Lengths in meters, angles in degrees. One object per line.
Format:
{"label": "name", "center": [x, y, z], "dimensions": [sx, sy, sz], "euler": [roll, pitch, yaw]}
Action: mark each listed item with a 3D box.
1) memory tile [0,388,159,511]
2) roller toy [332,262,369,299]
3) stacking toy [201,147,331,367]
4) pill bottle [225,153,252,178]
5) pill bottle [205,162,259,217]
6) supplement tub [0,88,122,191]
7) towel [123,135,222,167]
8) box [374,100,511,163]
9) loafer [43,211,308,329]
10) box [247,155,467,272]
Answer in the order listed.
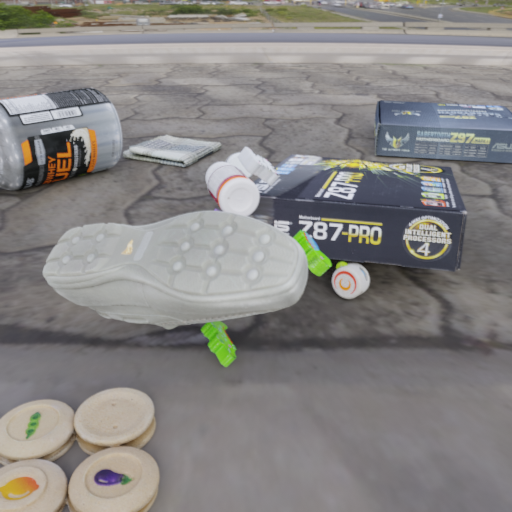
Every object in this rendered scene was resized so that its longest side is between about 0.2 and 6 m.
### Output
{"label": "memory tile", "center": [-2.002, 2.241, 4.479], "dimensions": [2.421, 0.265, 3.159], "euler": [-3, 27, -7]}
{"label": "roller toy", "center": [1.348, 0.355, 7.954], "dimensions": [0.469, 0.514, 0.359], "euler": [22, 25, 31]}
{"label": "stacking toy", "center": [-0.160, -0.053, 7.130], "dimensions": [0.559, 1.795, 2.381], "euler": [24, 27, -43]}
{"label": "pill bottle", "center": [-0.318, -1.703, 10.740], "dimensions": [0.545, 0.545, 0.964], "euler": [-3, 9, -5]}
{"label": "pill bottle", "center": [-0.355, -0.927, 7.629], "dimensions": [0.550, 0.550, 1.004], "euler": [-8, 26, -16]}
{"label": "supplement tub", "center": [-4.666, -2.518, 12.129], "dimensions": [3.089, 1.893, 1.893], "euler": [-22, 34, -37]}
{"label": "towel", "center": [-2.144, -2.762, 14.349], "dimensions": [1.975, 0.341, 1.901], "euler": [11, 29, 23]}
{"label": "box", "center": [4.979, -3.354, 14.855], "dimensions": [3.613, 0.922, 2.849], "euler": [5, 28, 10]}
{"label": "loafer", "center": [-0.882, 0.230, 6.204], "dimensions": [3.312, 1.156, 1.158], "euler": [3, 56, 32]}
{"label": "box", "center": [1.729, -0.912, 9.523], "dimensions": [3.208, 0.977, 3.980], "euler": [5, 19, 15]}
